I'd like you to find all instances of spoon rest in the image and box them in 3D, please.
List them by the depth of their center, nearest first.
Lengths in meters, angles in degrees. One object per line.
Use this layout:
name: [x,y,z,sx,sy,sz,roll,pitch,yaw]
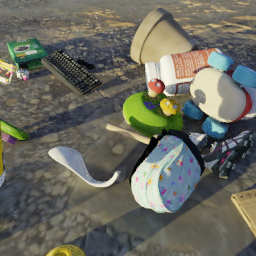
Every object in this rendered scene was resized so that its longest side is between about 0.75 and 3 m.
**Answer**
spoon rest: [-1.239,1.063,7.616,2.022,0.613,1.005,23,1,9]

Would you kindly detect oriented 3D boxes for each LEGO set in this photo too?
LEGO set: [-5.386,-2.486,12.246,2.263,0.842,1.041,25,11,34]

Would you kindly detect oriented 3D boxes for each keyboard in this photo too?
keyboard: [-2.255,-2.510,11.859,2.689,0.345,1.615,41,57,21]

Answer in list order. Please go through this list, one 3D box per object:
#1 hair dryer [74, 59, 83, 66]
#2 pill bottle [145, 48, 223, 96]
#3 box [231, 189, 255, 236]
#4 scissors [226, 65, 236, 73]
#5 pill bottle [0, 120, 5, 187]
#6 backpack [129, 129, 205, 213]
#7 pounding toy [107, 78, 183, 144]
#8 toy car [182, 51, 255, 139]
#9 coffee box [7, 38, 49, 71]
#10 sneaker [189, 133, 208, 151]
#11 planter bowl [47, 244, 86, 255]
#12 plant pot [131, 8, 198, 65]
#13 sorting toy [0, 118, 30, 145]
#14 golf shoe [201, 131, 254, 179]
hair dryer: [-2.545,-2.760,12.585,1.341,0.478,1.761,-11,42,-15]
pill bottle: [2.152,-2.103,10.806,2.828,1.587,1.587,-7,40,0]
box: [3.990,2.148,6.795,2.252,0.240,1.841,-9,41,-11]
scissors: [3.897,-2.575,12.597,2.123,0.148,0.777,-13,44,-17]
pill bottle: [-2.956,0.325,4.648,1.624,2.900,1.624,1,13,0]
backpack: [0.954,1.096,6.773,1.917,1.600,1.214,-42,15,-28]
pounding toy: [0.875,-0.603,8.833,2.098,1.261,2.718,30,40,7]
toy car: [3.595,-1.026,9.568,2.474,2.280,2.188,4,32,-36]
coffee box: [-4.792,-3.572,13.508,1.527,0.546,2.483,-20,44,-23]
sneaker: [1.811,0.615,8.538,0.671,0.574,1.541,18,36,42]
planter bowl: [-1.365,2.812,5.858,0.992,0.413,0.992,-1,40,0]
plant pot: [1.740,-3.528,12.286,2.216,2.554,2.554,37,50,14]
sorting toy: [-4.196,0.073,8.675,0.850,2.071,1.244,-62,21,-9]
golf shoe: [3.005,0.579,8.303,2.116,0.817,0.932,-31,38,-35]
